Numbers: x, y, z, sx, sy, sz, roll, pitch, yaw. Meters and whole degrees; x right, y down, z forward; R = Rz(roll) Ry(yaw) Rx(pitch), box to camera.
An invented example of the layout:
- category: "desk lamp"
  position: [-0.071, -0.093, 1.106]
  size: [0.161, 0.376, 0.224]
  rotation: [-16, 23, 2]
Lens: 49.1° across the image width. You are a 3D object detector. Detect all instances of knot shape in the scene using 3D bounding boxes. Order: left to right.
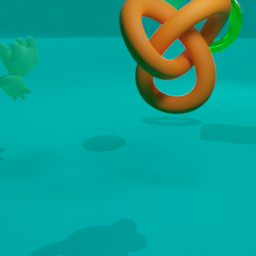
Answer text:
- category: "knot shape"
  position: [0.515, -1.035, 3.484]
  size: [1.501, 1.604, 0.741]
  rotation: [21, 10, -32]

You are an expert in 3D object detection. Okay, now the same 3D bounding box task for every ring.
- category: "ring"
  position: [2.547, -3.192, 8.585]
  size: [1.800, 1.800, 0.360]
  rotation: [5, 24, 13]

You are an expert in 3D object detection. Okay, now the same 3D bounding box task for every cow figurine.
- category: "cow figurine"
  position: [-2.416, -1.320, 6.284]
  size: [0.686, 1.231, 1.251]
  rotation: [1, 28, 21]

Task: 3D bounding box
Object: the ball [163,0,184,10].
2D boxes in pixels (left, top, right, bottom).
- category: "ball"
  position: [0.891, -3.320, 6.859]
  size: [1.034, 1.034, 1.034]
  rotation: [0, 20, 0]
